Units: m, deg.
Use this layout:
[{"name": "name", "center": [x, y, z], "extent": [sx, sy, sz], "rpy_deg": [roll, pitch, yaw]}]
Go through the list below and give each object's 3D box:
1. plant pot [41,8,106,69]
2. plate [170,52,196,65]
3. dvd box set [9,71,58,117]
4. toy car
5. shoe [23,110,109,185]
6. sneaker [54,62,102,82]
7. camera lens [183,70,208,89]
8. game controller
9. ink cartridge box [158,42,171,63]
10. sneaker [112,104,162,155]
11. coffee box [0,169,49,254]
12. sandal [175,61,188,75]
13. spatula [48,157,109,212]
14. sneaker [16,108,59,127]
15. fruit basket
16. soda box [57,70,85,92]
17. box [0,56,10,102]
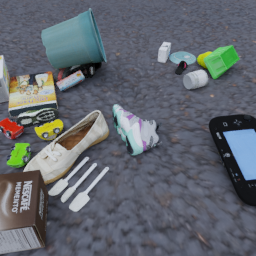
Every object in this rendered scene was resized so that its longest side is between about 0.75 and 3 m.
[{"name": "plant pot", "center": [-1.873, -2.953, 9.713], "extent": [1.810, 1.848, 1.848], "rpy_deg": [-14, 42, 3]}, {"name": "plate", "center": [2.369, -3.062, 12.086], "extent": [1.142, 0.146, 1.142], "rpy_deg": [0, 41, 0]}, {"name": "dvd box set", "center": [-3.369, -1.263, 9.912], "extent": [1.556, 0.313, 2.127], "rpy_deg": [-11, 42, -11]}, {"name": "toy car", "center": [-2.899, 0.455, 7.889], "extent": [1.963, 0.438, 1.847], "rpy_deg": [0, 42, 2]}, {"name": "shoe", "center": [-1.657, 0.455, 7.625], "extent": [1.003, 0.765, 2.867], "rpy_deg": [28, 49, 28]}, {"name": "sneaker", "center": [-1.827, -2.258, 10.718], "extent": [1.007, 0.728, 2.060], "rpy_deg": [30, 50, 29]}, {"name": "camera lens", "center": [2.491, -1.771, 10.268], "extent": [0.760, 0.608, 0.608], "rpy_deg": [-18, 45, -20]}, {"name": "game controller", "center": [3.102, 0.704, 7.206], "extent": [1.460, 0.589, 2.799], "rpy_deg": [0, 46, -11]}, {"name": "ink cartridge box", "center": [1.554, -3.223, 11.935], "extent": [0.336, 0.577, 0.798], "rpy_deg": [14, 43, 16]}, {"name": "sneaker", "center": [0.369, -0.076, 8.341], "extent": [1.326, 0.737, 1.895], "rpy_deg": [-14, 53, -18]}, {"name": "coffee box", "center": [-3.051, 1.830, 5.886], "extent": [2.498, 0.996, 1.428], "rpy_deg": [-7, 43, -7]}, {"name": "sandal", "center": [2.178, -2.496, 11.353], "extent": [0.371, 0.223, 0.988], "rpy_deg": [17, 47, 17]}, {"name": "spatula", "center": [-1.183, 1.363, 7.086], "extent": [0.996, 0.115, 1.433], "rpy_deg": [20, 48, 29]}, {"name": "sneaker", "center": [-2.880, -0.450, 8.906], "extent": [1.312, 0.504, 0.581], "rpy_deg": [-12, 36, -16]}, {"name": "fruit basket", "center": [3.464, -2.622, 11.175], "extent": [1.498, 1.080, 1.498], "rpy_deg": [-31, 8, 5]}, {"name": "soda box", "center": [-2.071, -1.698, 10.147], "extent": [0.985, 0.313, 0.337], "rpy_deg": [-31, 92, -10]}, {"name": "box", "center": [-4.758, -1.730, 9.941], "extent": [0.878, 0.974, 1.732], "rpy_deg": [-12, 43, -14]}]
